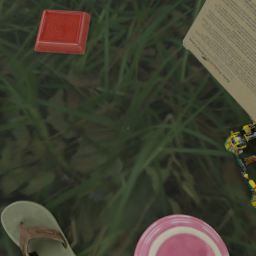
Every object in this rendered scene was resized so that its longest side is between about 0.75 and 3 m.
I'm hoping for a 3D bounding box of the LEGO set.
[{"bbox_3d":[3.593,0.765,6.785,1.853,1.396,2.410,-10,70,-4],"label":"LEGO set"}]

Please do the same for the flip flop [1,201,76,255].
[{"bbox_3d":[-1.953,2.718,6.402,1.054,0.749,2.600,-38,74,-13],"label":"flip flop"}]

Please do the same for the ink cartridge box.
[{"bbox_3d":[2.439,-1.619,5.261,0.901,1.975,2.398,-28,72,-29],"label":"ink cartridge box"}]

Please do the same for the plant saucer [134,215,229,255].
[{"bbox_3d":[1.256,3.138,6.341,2.268,0.575,2.268,0,70,0],"label":"plant saucer"}]

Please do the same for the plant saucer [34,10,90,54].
[{"bbox_3d":[-2.074,-3.111,8.835,1.585,0.291,1.582,4,69,2],"label":"plant saucer"}]
